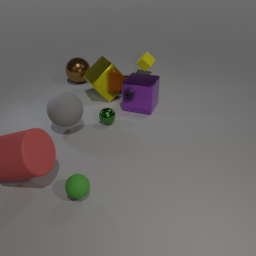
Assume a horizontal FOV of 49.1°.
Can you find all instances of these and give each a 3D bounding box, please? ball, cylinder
[{"bbox_3d":[-2.791,-3.236,15.695,1.400,1.400,1.400,0,31,0],"label":"ball"},{"bbox_3d":[-1.435,1.657,7.979,0.700,0.700,0.700,0,31,0],"label":"ball"},{"bbox_3d":[-3.120,0.800,8.279,1.400,1.400,1.400,-11,26,23],"label":"cylinder"},{"bbox_3d":[-0.877,-0.511,11.807,0.700,0.700,0.700,0,31,0],"label":"ball"},{"bbox_3d":[-2.451,-0.729,10.949,1.400,1.400,1.400,0,31,0],"label":"ball"}]

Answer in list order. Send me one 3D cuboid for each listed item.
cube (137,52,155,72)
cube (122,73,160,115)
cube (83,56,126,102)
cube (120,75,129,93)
[{"bbox_3d":[1.066,-3.944,16.671,0.700,0.700,0.700,-26,29,55],"label":"cube"},{"bbox_3d":[0.604,-1.626,12.989,1.400,1.400,1.400,10,32,16],"label":"cube"},{"bbox_3d":[-1.090,-2.423,13.802,1.400,1.400,1.400,-45,38,3],"label":"cube"},{"bbox_3d":[-0.081,-2.305,14.740,0.700,0.700,0.700,-3,38,-3],"label":"cube"}]
